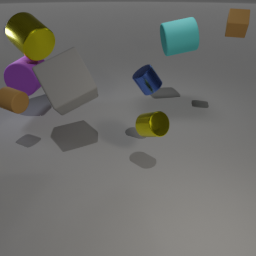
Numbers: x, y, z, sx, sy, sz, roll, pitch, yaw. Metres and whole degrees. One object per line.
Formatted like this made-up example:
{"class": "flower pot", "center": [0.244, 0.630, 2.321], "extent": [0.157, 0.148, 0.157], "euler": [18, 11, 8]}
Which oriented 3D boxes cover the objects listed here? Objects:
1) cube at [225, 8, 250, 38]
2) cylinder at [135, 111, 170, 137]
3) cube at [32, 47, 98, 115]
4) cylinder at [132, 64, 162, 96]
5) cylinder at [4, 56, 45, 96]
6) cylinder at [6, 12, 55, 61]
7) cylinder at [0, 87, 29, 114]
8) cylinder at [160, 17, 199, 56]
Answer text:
{"class": "cube", "center": [3.930, -3.763, 10.070], "extent": [0.700, 0.700, 0.700], "euler": [9, 67, 13]}
{"class": "cylinder", "center": [0.676, -0.095, 7.802], "extent": [0.700, 0.700, 0.700], "euler": [-19, 8, -32]}
{"class": "cube", "center": [-1.866, -1.387, 8.681], "extent": [1.400, 1.400, 1.400], "euler": [-29, -2, -6]}
{"class": "cylinder", "center": [0.604, -1.496, 8.734], "extent": [0.700, 0.700, 0.700], "euler": [-31, 27, 18]}
{"class": "cylinder", "center": [-4.184, -2.216, 11.699], "extent": [1.400, 1.400, 1.400], "euler": [4, 30, 7]}
{"class": "cylinder", "center": [-3.848, -3.614, 11.086], "extent": [1.400, 1.400, 1.400], "euler": [-26, 58, -40]}
{"class": "cylinder", "center": [-3.585, -0.866, 8.703], "extent": [0.700, 0.700, 0.700], "euler": [19, 33, 22]}
{"class": "cylinder", "center": [2.225, -3.971, 12.223], "extent": [1.400, 1.400, 1.400], "euler": [-12, 28, 0]}
